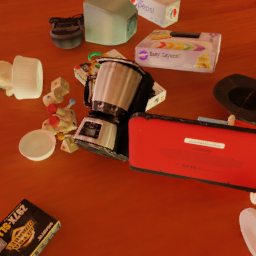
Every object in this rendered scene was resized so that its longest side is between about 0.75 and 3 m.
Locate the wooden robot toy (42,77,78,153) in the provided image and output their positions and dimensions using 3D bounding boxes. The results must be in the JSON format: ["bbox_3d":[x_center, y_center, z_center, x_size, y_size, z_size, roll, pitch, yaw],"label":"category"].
[{"bbox_3d":[-2.052,-0.242,7.668,1.050,1.020,2.315,-24,69,22],"label":"wooden robot toy"}]

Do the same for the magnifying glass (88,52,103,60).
[{"bbox_3d":[-0.944,-2.336,10.126,0.587,0.165,1.475,-23,51,-23],"label":"magnifying glass"}]

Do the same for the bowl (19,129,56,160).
[{"bbox_3d":[-2.336,0.521,7.388,0.944,0.424,0.944,0,48,1],"label":"bowl"}]

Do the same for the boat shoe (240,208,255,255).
[{"bbox_3d":[3.252,2.528,5.404,1.090,0.877,2.350,-15,58,-19],"label":"boat shoe"}]

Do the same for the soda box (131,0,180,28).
[{"bbox_3d":[0.929,-5.535,12.425,0.893,0.961,2.816,-34,56,-27],"label":"soda box"}]

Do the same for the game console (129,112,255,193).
[{"bbox_3d":[1.560,0.275,6.205,2.832,2.441,1.681,8,48,9],"label":"game console"}]

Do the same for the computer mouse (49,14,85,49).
[{"bbox_3d":[-2.290,-3.765,11.101,1.932,0.735,2.789,-5,37,-2],"label":"computer mouse"}]

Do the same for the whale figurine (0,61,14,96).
[{"bbox_3d":[-4.035,-1.560,9.201,1.047,0.683,1.316,-32,79,-32],"label":"whale figurine"}]

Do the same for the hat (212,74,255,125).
[{"bbox_3d":[3.451,-0.654,8.153,2.084,0.840,2.084,-1,48,1],"label":"hat"}]

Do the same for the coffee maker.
[{"bbox_3d":[-0.158,-0.328,7.075,1.500,2.139,2.227,7,77,51],"label":"coffee maker"}]

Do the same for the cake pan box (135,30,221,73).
[{"bbox_3d":[1.803,-2.705,9.546,2.514,0.714,2.730,12,33,16],"label":"cake pan box"}]

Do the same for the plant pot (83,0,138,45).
[{"bbox_3d":[-0.556,-4.168,10.824,1.658,1.628,1.623,24,52,16],"label":"plant pot"}]

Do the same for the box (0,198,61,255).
[{"bbox_3d":[-2.252,2.286,5.890,1.055,0.326,1.321,24,53,22],"label":"box"}]

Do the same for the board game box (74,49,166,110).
[{"bbox_3d":[-0.306,-1.435,9.004,1.678,0.460,2.659,-32,59,-25],"label":"board game box"}]

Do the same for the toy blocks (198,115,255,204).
[{"bbox_3d":[2.860,0.708,6.842,2.651,0.963,2.210,15,54,16],"label":"toy blocks"}]

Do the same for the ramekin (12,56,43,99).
[{"bbox_3d":[-3.063,-1.540,8.658,0.646,1.324,1.324,2,48,-7],"label":"ramekin"}]
